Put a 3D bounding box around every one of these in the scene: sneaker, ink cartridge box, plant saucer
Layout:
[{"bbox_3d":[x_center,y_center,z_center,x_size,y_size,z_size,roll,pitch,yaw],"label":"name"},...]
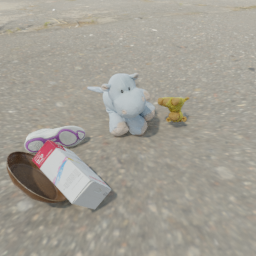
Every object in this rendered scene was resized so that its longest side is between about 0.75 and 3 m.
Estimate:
[{"bbox_3d":[-2.058,0.184,7.912,1.667,0.624,0.830,-9,25,-14],"label":"sneaker"},{"bbox_3d":[-1.191,1.000,5.998,1.441,1.064,0.617,39,86,29],"label":"ink cartridge box"},{"bbox_3d":[-1.996,1.126,6.136,1.586,0.290,1.586,38,7,-5],"label":"plant saucer"}]

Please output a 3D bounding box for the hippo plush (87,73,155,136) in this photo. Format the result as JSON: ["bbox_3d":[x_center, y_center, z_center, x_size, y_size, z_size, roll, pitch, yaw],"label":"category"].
[{"bbox_3d":[0.039,-0.929,8.029,1.681,1.697,2.111,-22,75,-17],"label":"hippo plush"}]

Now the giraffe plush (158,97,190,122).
[{"bbox_3d":[1.419,-0.544,8.594,0.972,0.788,0.839,-8,11,-39],"label":"giraffe plush"}]
